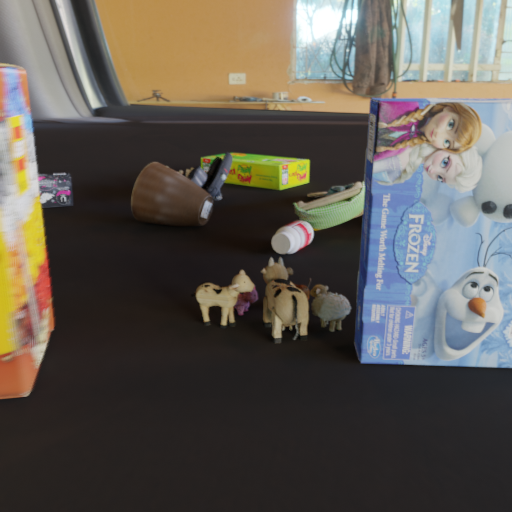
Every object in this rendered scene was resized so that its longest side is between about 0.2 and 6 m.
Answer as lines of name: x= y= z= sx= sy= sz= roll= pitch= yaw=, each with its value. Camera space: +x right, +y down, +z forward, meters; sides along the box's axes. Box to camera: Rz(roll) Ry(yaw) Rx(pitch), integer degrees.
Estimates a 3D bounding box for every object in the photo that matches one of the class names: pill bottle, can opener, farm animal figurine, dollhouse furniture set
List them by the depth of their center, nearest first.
farm animal figurine: x=0.140 y=0.428 z=6.242 sx=1.410 sy=0.735 sz=1.394 roll=-10 pitch=20 yaw=-29
pill bottle: x=0.575 y=-0.289 z=9.049 sx=0.451 sy=0.451 sz=0.803 roll=9 pitch=19 yaw=27
dollhouse furniture set: x=2.167 y=-0.663 z=9.278 sx=2.934 sy=1.133 sz=1.466 roll=-18 pitch=-8 yaw=9
can opener: x=-0.945 y=-1.907 z=13.102 sx=0.672 sy=0.834 sz=2.121 roll=-8 pitch=29 yaw=23
dollhouse furniture set: x=-1.879 y=-1.687 z=13.549 sx=1.378 sy=0.718 sz=1.393 roll=17 pitch=21 yaw=13

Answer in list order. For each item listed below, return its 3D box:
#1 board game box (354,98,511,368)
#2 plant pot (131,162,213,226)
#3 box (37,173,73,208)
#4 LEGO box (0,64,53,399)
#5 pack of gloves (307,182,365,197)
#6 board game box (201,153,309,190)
board game box: x=2.239 y=-0.166 z=5.174 sx=2.476 sy=2.488 sz=0.540 roll=1 pitch=19 yaw=3
plant pot: x=-1.493 y=-1.037 z=10.598 sx=1.263 sy=1.180 sz=1.180 roll=19 pitch=22 yaw=16
box: x=-4.699 y=-1.442 z=12.418 sx=1.164 sy=0.668 sz=0.769 roll=-5 pitch=16 yaw=-19
LEGO box: x=-3.879 y=-0.178 z=4.720 sx=3.735 sy=2.782 sz=1.441 roll=-3 pitch=17 yaw=-11
pack of gloves: x=2.660 y=-1.649 z=12.078 sx=2.519 sy=0.592 sz=2.998 roll=-3 pitch=4 yaw=-8
board game box: x=-0.059 y=-2.359 z=15.406 sx=2.719 sy=0.647 sz=1.381 roll=13 pitch=21 yaw=36
